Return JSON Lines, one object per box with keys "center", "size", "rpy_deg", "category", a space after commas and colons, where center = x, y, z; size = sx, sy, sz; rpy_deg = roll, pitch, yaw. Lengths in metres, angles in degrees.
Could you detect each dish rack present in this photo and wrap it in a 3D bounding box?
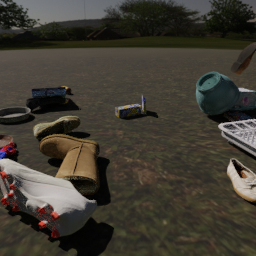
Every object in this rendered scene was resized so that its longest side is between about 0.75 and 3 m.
{"center": [4.738, 0.456, 9.613], "size": [2.367, 0.600, 2.758], "rpy_deg": [-6, 21, -18], "category": "dish rack"}

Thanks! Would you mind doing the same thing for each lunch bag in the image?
{"center": [5.057, -1.432, 13.718], "size": [2.081, 1.000, 2.595], "rpy_deg": [2, 13, 6], "category": "lunch bag"}

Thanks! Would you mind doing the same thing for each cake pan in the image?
{"center": [-5.302, -0.611, 12.854], "size": [1.620, 0.297, 1.620], "rpy_deg": [0, 20, 0], "category": "cake pan"}

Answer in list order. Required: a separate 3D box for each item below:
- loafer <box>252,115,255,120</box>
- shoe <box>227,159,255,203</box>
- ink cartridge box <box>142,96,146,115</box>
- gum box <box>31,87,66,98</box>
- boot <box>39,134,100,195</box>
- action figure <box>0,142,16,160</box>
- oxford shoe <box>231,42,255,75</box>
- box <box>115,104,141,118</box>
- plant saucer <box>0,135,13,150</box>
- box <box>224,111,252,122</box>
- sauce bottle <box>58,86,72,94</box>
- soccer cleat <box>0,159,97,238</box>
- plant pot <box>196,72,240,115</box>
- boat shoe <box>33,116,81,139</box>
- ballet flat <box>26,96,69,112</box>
{"center": [5.569, -0.365, 11.861], "size": [0.451, 0.464, 1.271], "rpy_deg": [-2, 16, 36], "category": "loafer"}
{"center": [3.059, 1.362, 7.393], "size": [0.598, 0.457, 1.711], "rpy_deg": [-1, 21, -4], "category": "shoe"}
{"center": [0.779, -1.170, 13.597], "size": [0.193, 0.823, 0.814], "rpy_deg": [0, 21, 0], "category": "ink cartridge box"}
{"center": [-4.238, -1.861, 15.147], "size": [1.693, 0.444, 1.992], "rpy_deg": [-5, 2, -14], "category": "gum box"}
{"center": [-1.773, 0.966, 8.003], "size": [2.029, 0.766, 2.317], "rpy_deg": [1, 21, -3], "category": "boot"}
{"center": [-4.008, 0.858, 8.837], "size": [0.584, 0.461, 1.785], "rpy_deg": [-3, 18, 4], "category": "action figure"}
{"center": [5.594, -3.261, 13.264], "size": [0.588, 1.649, 0.588], "rpy_deg": [21, 26, -29], "category": "oxford shoe"}
{"center": [0.021, -0.817, 13.208], "size": [1.233, 0.432, 0.396], "rpy_deg": [-12, 24, -28], "category": "box"}
{"center": [-4.760, 0.570, 9.848], "size": [1.364, 0.219, 1.364], "rpy_deg": [1, 21, 0], "category": "plant saucer"}
{"center": [4.947, -0.465, 12.557], "size": [0.799, 0.233, 1.167], "rpy_deg": [-4, 21, -9], "category": "box"}
{"center": [-3.990, -2.424, 17.541], "size": [0.408, 0.408, 1.236], "rpy_deg": [-15, 25, -35], "category": "sauce bottle"}
{"center": [-2.038, 1.487, 6.481], "size": [2.939, 1.018, 1.140], "rpy_deg": [22, 24, 31], "category": "soccer cleat"}
{"center": [3.844, -1.699, 12.563], "size": [1.892, 1.267, 1.892], "rpy_deg": [-27, 39, 24], "category": "plant pot"}
{"center": [-2.663, 0.023, 10.744], "size": [1.844, 0.673, 0.580], "rpy_deg": [-12, 33, -25], "category": "boat shoe"}
{"center": [-4.136, -1.266, 14.470], "size": [2.343, 0.666, 0.779], "rpy_deg": [-11, 2, -42], "category": "ballet flat"}
